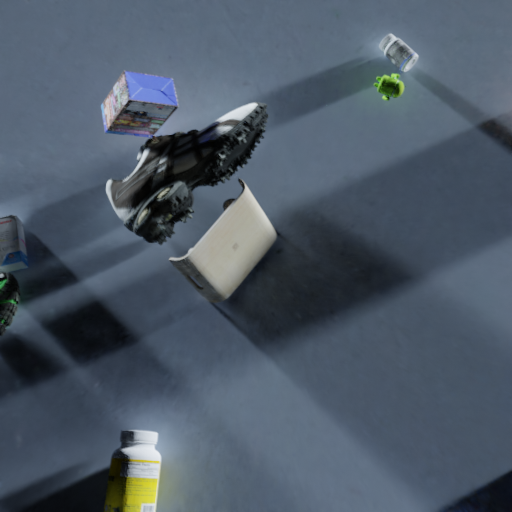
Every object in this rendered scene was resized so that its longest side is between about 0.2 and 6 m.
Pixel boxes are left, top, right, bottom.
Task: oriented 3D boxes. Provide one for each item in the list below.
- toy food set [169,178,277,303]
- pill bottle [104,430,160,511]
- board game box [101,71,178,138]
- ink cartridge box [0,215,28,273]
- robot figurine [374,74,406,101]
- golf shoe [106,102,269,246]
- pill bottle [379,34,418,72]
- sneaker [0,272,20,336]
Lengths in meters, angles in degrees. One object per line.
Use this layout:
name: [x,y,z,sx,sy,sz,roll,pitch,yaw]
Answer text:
toy food set: [-0.510,-0.224,9.276,0.542,1.287,1.793,27,71,42]
pill bottle: [-1.803,3.266,8.248,0.730,0.730,1.299,3,68,1]
board game box: [-2.054,-2.617,9.799,0.921,1.155,0.560,-2,74,-36]
ink cartridge box: [-4.356,-0.185,9.667,0.649,0.380,0.898,-13,72,-5]
robot figurine: [2.483,-3.143,10.411,0.563,0.326,0.494,24,104,12]
golf shoe: [-1.207,-1.780,9.758,1.549,1.275,3.279,42,76,16]
pill bottle: [2.791,-4.000,11.019,0.409,0.409,0.718,-38,74,-12]
sneaker: [-4.988,1.166,8.823,2.741,1.069,1.168,-41,75,-13]
